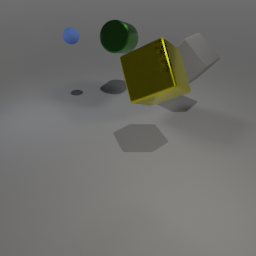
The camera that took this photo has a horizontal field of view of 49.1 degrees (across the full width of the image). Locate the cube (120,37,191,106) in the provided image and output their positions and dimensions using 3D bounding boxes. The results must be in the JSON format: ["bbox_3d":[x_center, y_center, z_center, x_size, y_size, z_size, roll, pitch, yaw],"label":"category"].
[{"bbox_3d":[0.815,-1.540,8.132,1.400,1.400,1.400,-18,-8,28],"label":"cube"}]

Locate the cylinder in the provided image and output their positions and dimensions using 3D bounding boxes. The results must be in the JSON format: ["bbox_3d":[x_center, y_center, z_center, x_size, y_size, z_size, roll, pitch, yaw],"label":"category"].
[{"bbox_3d":[-0.382,-4.145,12.825,1.400,1.400,1.400,11,17,17],"label":"cylinder"}]

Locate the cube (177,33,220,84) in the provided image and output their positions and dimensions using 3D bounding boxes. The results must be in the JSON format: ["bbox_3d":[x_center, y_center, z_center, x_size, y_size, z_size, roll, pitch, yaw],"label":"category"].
[{"bbox_3d":[2.630,-2.820,11.577,1.400,1.400,1.400,51,45,3],"label":"cube"}]

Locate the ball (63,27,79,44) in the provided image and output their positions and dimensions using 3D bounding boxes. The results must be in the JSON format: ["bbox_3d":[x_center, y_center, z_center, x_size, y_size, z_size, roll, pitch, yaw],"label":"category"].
[{"bbox_3d":[-2.402,-3.890,11.816,0.700,0.700,0.700,0,31,0],"label":"ball"}]
